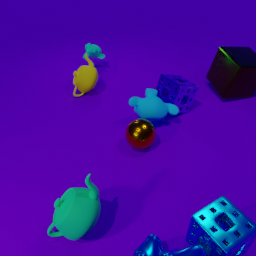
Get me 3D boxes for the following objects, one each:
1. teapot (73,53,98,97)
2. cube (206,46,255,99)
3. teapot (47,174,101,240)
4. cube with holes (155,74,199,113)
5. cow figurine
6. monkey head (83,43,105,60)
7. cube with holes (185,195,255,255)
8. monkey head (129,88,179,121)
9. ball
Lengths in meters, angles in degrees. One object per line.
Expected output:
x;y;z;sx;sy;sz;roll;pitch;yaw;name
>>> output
-1.558;-1.841;9.977;0.783;1.600;0.995;23;-8;-30;teapot
3.756;-1.933;9.719;1.296;1.296;1.296;-5;47;-19;cube
-1.061;1.623;5.645;0.826;1.688;1.049;33;16;-24;teapot
1.515;-1.117;9.056;0.924;0.924;0.924;-5;35;-40;cube with holes
0.780;2.564;5.005;1.373;0.766;1.395;-16;55;-9;cow figurine
-1.454;-3.015;11.305;1.028;0.619;0.739;31;92;28;monkey head
1.799;2.071;5.463;0.880;0.880;0.880;-23;45;-25;cube with holes
0.741;-0.752;8.575;1.542;0.929;1.109;10;80;-10;monkey head
0.350;0.161;7.799;0.864;0.864;0.864;0;40;0;ball
